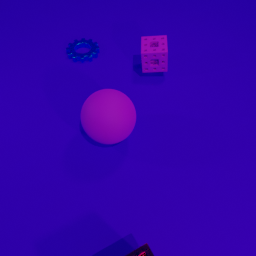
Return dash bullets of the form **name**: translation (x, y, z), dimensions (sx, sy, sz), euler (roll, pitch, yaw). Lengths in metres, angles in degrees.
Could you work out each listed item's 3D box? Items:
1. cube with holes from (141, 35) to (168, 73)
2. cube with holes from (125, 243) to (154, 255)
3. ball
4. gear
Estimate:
- **cube with holes**: translation (0.769, -2.146, 8.150), dimensions (0.729, 0.729, 0.729), euler (-2, 55, 6)
- **cube with holes**: translation (0.107, 2.761, 4.574), dimensions (1.052, 1.052, 1.052), euler (-24, 56, -17)
- **ball**: translation (-0.458, -0.265, 6.595), dimensions (1.298, 1.298, 1.298), euler (0, 53, 0)
- **gear**: translation (-1.468, -2.531, 9.138), dimensions (1.060, 0.196, 1.060), euler (0, 53, 0)
